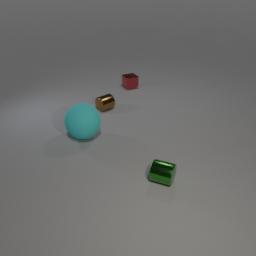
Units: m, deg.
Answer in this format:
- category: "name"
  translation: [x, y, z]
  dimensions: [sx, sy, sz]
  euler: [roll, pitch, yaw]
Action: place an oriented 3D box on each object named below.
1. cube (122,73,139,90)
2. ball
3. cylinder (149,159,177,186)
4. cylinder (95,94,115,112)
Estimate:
- category: "cube"
  translation: [0.124, -2.581, 15.525]
  dimensions: [0.700, 0.700, 0.700]
  euler: [-13, 32, -21]
- category: "ball"
  translation: [-1.761, -0.265, 10.925]
  dimensions: [1.400, 1.400, 1.400]
  euler: [0, 31, 0]
- category: "cylinder"
  translation: [1.109, 1.398, 8.872]
  dimensions: [0.700, 0.700, 0.700]
  euler: [13, 33, 20]
- category: "cylinder"
  translation: [-1.078, -1.202, 13.223]
  dimensions: [0.700, 0.700, 0.700]
  euler: [-24, 38, -33]
